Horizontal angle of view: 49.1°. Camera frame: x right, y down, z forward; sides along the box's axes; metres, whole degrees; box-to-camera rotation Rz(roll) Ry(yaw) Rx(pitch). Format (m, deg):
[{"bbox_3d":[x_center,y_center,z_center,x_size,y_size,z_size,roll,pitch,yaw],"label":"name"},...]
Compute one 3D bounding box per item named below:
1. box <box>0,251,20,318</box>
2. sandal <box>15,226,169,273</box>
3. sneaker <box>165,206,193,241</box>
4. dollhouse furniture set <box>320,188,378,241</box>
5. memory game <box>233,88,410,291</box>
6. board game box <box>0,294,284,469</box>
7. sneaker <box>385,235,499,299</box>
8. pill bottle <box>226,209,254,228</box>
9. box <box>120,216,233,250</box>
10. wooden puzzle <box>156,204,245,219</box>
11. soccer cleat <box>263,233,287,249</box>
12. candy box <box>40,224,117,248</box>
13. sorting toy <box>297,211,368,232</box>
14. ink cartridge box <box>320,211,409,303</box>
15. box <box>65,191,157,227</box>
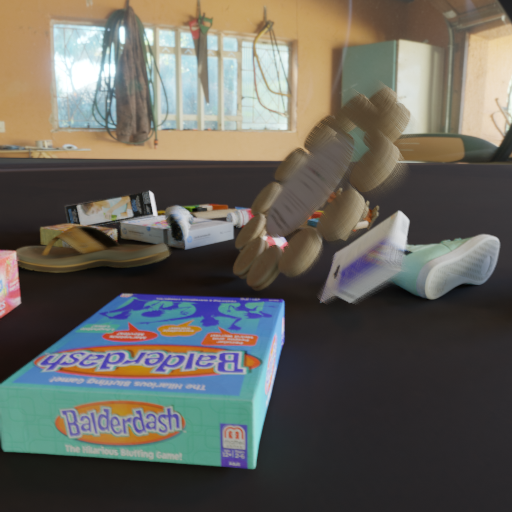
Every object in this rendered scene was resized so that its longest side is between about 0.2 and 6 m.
[{"bbox_3d":[-3.838,0.478,7.406,0.774,0.839,1.636,0,12,-1],"label":"box"},{"bbox_3d":[-3.074,-0.197,10.478,2.902,0.784,1.166,-3,11,8],"label":"sandal"},{"bbox_3d":[-1.564,-0.718,11.708,0.567,0.562,1.564,-9,21,-12],"label":"sneaker"},{"bbox_3d":[2.177,-0.996,13.486,1.329,0.684,1.314,26,30,-1],"label":"dollhouse furniture set"},{"bbox_3d":[0.943,-1.135,9.339,0.257,4.040,4.040,36,0,-21],"label":"memory game"},{"bbox_3d":[-0.832,1.018,5.472,2.029,0.600,2.668,1,12,7],"label":"board game box"},{"bbox_3d":[2.990,-0.010,9.379,2.345,0.863,1.383,-13,24,-37],"label":"sneaker"},{"bbox_3d":[-0.332,-1.002,14.969,0.858,0.481,0.481,-7,14,-30],"label":"pill bottle"},{"bbox_3d":[-1.876,-0.600,13.262,2.140,0.440,1.668,8,15,37],"label":"box"},{"bbox_3d":[-1.616,-1.408,17.228,2.676,0.313,1.805,-11,16,-41],"label":"wooden puzzle"},{"bbox_3d":[0.368,-0.178,11.227,0.680,0.634,1.858,21,13,5],"label":"soccer cleat"},{"bbox_3d":[-3.954,-0.426,12.470,1.503,0.416,0.868,6,13,29],"label":"candy box"},{"bbox_3d":[1.731,-0.925,14.885,1.857,0.366,2.006,-11,16,-42],"label":"sorting toy"},{"bbox_3d":[1.625,0.080,8.355,1.345,0.292,1.332,-36,17,37],"label":"ink cartridge box"},{"bbox_3d":[-3.584,-1.115,14.019,2.058,0.619,1.200,-10,4,-6],"label":"box"}]
